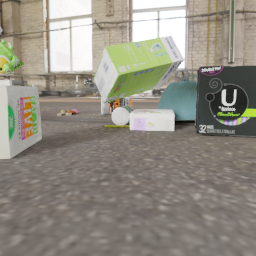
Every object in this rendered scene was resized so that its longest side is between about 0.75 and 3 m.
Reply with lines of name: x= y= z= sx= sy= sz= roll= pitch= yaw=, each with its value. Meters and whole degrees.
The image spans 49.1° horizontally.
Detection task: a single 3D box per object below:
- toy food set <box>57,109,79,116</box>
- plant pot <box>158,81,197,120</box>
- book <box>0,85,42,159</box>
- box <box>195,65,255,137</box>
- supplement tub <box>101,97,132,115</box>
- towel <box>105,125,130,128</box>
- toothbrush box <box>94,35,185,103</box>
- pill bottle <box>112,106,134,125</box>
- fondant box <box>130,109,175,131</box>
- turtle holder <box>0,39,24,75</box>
toy food set: x=-3.393 y=-0.925 z=16.122 sx=1.057 sy=0.262 sz=1.662 roll=0 pitch=8 yaw=-2
plant pot: x=2.485 y=-1.265 z=12.642 sx=2.449 sy=1.650 sz=2.449 roll=-3 pitch=6 yaw=0
book: x=-2.706 y=-0.270 z=6.887 sx=0.556 sy=1.546 sz=2.314 roll=1 pitch=8 yaw=-3
box: x=3.709 y=-0.887 z=9.056 sx=2.909 sy=2.160 sz=1.808 roll=2 pitch=8 yaw=12
supplement tub: x=-0.636 y=-1.239 z=15.617 sx=1.686 sy=1.033 sz=1.033 roll=-1 pitch=8 yaw=-4
towel: x=-0.354 y=-0.057 z=10.698 sx=0.998 sy=0.090 sz=0.429 roll=0 pitch=3 yaw=9
toothbrush box: x=0.325 y=-2.008 z=9.616 sx=2.555 sy=1.100 sz=1.860 roll=-17 pitch=-15 yaw=-24
pill bottle: x=-0.142 y=-0.533 z=11.585 sx=0.754 sy=0.754 sz=1.332 roll=2 pitch=9 yaw=14
fondant box: x=0.956 y=-0.345 z=10.710 sx=1.570 sy=0.634 sz=2.177 roll=1 pitch=7 yaw=7
turtle holder: x=-2.836 y=-1.515 z=6.444 sx=0.668 sy=0.941 sz=0.715 roll=-43 pitch=-12 yaw=-19
